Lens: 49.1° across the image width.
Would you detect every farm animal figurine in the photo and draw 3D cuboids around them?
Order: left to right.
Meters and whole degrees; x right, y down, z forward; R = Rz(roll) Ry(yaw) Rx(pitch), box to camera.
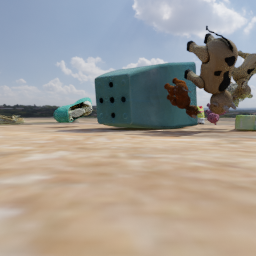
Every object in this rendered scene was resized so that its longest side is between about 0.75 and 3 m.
[{"bbox_3d":[2.479,-1.020,7.116,2.781,2.245,1.398,6,29,-43],"label":"farm animal figurine"}]

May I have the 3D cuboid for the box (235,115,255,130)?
[{"bbox_3d":[3.891,-0.136,7.002,2.170,0.394,1.566,0,2,26],"label":"box"}]

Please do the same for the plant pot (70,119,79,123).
[{"bbox_3d":[-3.071,-0.744,15.239,0.835,0.891,0.835,0,2,0],"label":"plant pot"}]

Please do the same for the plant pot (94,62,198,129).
[{"bbox_3d":[0.462,-0.855,8.034,1.939,1.940,2.745,2,10,40],"label":"plant pot"}]

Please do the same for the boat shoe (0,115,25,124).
[{"bbox_3d":[-3.830,-0.283,9.075,0.923,0.289,0.338,-2,13,-32],"label":"boat shoe"}]

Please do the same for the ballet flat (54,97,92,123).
[{"bbox_3d":[-1.604,-0.570,9.341,0.673,0.644,1.912,9,22,28],"label":"ballet flat"}]

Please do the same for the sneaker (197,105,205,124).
[{"bbox_3d":[2.415,-0.716,11.546,2.062,0.931,0.806,9,-2,-42],"label":"sneaker"}]
